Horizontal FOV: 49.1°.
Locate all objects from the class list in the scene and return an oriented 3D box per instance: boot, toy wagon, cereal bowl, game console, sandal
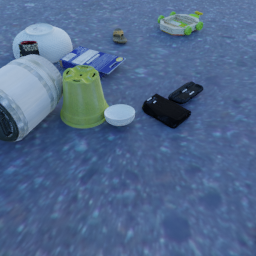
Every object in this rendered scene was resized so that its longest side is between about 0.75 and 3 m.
[{"bbox_3d":[-4.002,-2.628,10.476,1.608,1.214,0.580,-4,42,-5],"label":"boot"},{"bbox_3d":[2.797,-5.292,14.019,2.503,0.495,1.942,-29,50,-30],"label":"toy wagon"},{"bbox_3d":[-0.248,-0.338,8.494,0.924,0.385,0.924,-1,34,0],"label":"cereal bowl"},{"bbox_3d":[-3.638,-3.680,11.817,2.466,1.027,2.466,0,43,0],"label":"cereal bowl"},{"bbox_3d":[1.688,-0.906,9.259,1.407,0.287,2.385,34,53,32],"label":"game console"},{"bbox_3d":[-0.417,-4.373,13.031,0.626,0.421,1.559,-5,42,-5],"label":"sandal"}]

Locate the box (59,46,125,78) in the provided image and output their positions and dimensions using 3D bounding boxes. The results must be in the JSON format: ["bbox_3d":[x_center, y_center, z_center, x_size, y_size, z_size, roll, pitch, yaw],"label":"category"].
[{"bbox_3d":[-1.380,-2.591,11.063,2.281,0.370,1.382,20,46,23],"label":"box"}]

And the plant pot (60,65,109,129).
[{"bbox_3d":[-1.367,-1.035,8.516,1.582,1.454,1.582,0,43,0],"label":"plant pot"}]

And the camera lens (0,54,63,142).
[{"bbox_3d":[-3.142,-0.866,8.032,1.825,1.825,2.282,17,45,18],"label":"camera lens"}]
